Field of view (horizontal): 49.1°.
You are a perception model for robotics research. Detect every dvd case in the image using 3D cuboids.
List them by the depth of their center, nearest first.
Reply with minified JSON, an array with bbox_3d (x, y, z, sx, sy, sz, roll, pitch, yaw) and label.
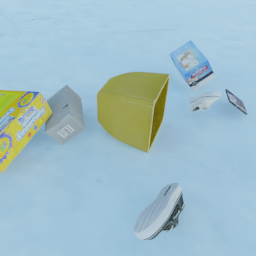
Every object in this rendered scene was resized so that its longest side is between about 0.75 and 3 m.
[{"bbox_3d":[3.467,-0.857,8.990,0.741,0.080,0.996,36,30,-8],"label":"dvd case"}]

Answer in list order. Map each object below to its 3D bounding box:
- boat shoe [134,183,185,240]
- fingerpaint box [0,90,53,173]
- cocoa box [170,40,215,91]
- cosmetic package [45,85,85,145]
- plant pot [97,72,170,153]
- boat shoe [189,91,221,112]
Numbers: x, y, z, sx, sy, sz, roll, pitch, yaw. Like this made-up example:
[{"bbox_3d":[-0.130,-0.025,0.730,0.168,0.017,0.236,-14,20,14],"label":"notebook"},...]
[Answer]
[{"bbox_3d":[0.751,1.690,5.434,0.641,0.630,1.778,-27,2,36],"label":"boat shoe"},{"bbox_3d":[-3.372,-0.020,7.317,1.810,0.796,2.170,6,47,27],"label":"fingerpaint box"},{"bbox_3d":[2.334,-2.295,10.257,0.975,0.959,1.462,-32,46,12],"label":"cocoa box"},{"bbox_3d":[-1.847,-0.417,8.169,0.906,0.765,1.696,-36,39,12],"label":"cosmetic package"},{"bbox_3d":[0.068,-0.600,7.813,1.702,1.653,1.664,14,40,14],"label":"plant pot"},{"bbox_3d":[2.353,-0.760,8.540,0.519,0.471,1.410,5,-6,-14],"label":"boat shoe"}]
